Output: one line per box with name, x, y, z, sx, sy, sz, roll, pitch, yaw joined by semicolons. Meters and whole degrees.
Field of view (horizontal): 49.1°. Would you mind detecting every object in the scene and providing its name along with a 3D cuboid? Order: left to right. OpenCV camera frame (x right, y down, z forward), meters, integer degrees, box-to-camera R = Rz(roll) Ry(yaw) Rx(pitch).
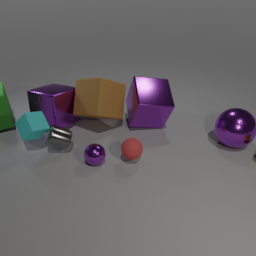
cube;-5.346;-0.755;10.823;1.400;1.400;1.400;-16;36;-17
cube;-3.183;-0.070;9.335;0.700;0.700;0.700;-11;69;-55
cube;-2.870;-0.857;11.000;1.400;1.400;1.400;14;26;30
cylinder;-2.346;0.322;9.462;0.700;0.700;0.700;21;21;-26
ball;-1.061;0.844;8.985;0.700;0.700;0.700;0;30;0
cube;-1.090;-1.095;10.804;1.400;1.400;1.400;4;0;40
ball;0.129;0.666;8.979;0.700;0.700;0.700;0;30;0
cube;0.799;-0.964;10.779;1.400;1.400;1.400;3;55;-14
ball;3.739;-0.002;9.744;1.400;1.400;1.400;0;30;0
